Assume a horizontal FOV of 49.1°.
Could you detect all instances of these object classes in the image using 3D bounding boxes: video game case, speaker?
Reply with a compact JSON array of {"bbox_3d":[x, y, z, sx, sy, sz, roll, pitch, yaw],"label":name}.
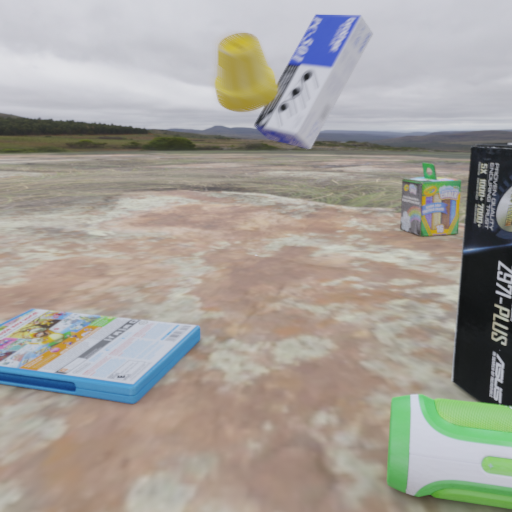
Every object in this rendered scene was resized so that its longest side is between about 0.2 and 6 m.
[{"bbox_3d":[-1.745,0.893,5.395,2.036,0.181,1.457,4,14,15],"label":"video game case"},{"bbox_3d":[1.508,1.171,3.265,1.429,0.632,0.632,3,14,14],"label":"speaker"}]

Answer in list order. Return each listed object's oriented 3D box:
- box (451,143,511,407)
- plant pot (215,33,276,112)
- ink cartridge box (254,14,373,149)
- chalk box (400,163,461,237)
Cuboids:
[{"bbox_3d":[3.001,0.133,4.501,2.520,2.064,1.085,-4,14,-18],"label":"box"},{"bbox_3d":[-0.202,-2.719,8.192,0.908,0.854,0.908,-6,50,7],"label":"plant pot"},{"bbox_3d":[1.131,-3.517,11.220,1.256,2.671,0.591,26,-5,44],"label":"ink cartridge box"},{"bbox_3d":[3.565,-1.181,11.474,0.884,1.428,0.889,-3,14,-13],"label":"chalk box"}]
